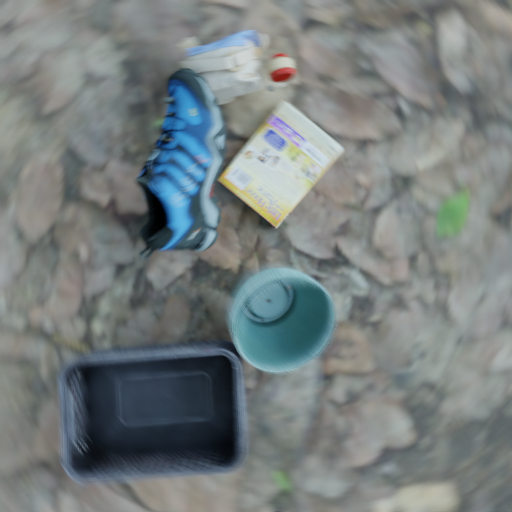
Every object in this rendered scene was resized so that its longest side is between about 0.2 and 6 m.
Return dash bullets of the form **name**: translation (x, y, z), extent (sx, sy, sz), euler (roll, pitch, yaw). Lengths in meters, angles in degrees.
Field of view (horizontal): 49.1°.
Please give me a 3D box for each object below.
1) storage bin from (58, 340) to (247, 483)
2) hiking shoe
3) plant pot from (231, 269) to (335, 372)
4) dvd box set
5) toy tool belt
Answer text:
- **storage bin**: translation (-1.601, 2.470, 9.212), extent (2.822, 1.323, 1.908), euler (-4, 87, -1)
- **hiking shoe**: translation (-1.259, -1.464, 8.946), extent (1.296, 1.112, 2.989), euler (-10, 104, -39)
- **plant pot**: translation (0.312, 0.895, 9.162), extent (1.654, 1.108, 1.654), euler (-6, 111, -15)
- **dvd box set**: translation (0.430, -1.592, 9.851), extent (1.350, 0.271, 1.846), euler (39, 89, 4)
- **toy tool belt**: translation (-0.357, -3.374, 9.496), extent (1.892, 1.181, 1.162), euler (-11, 85, 14)
